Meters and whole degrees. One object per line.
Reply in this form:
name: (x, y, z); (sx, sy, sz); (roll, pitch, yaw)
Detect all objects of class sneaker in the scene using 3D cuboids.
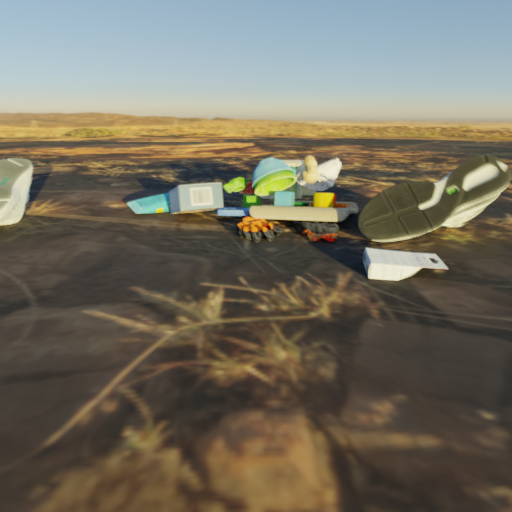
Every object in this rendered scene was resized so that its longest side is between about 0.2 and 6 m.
sneaker: (3.345, -0.744, 10.787); (2.900, 1.094, 1.668); (-21, -25, -1)
sneaker: (-5.287, -1.009, 11.601); (0.958, 1.091, 2.723); (7, 34, 1)

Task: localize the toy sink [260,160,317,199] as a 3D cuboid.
toy sink: (0.899, -2.098, 15.393); (1.529, 0.996, 0.856); (2, 15, 4)

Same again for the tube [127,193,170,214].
tube: (-2.013, -1.307, 13.489); (2.046, 0.516, 0.792); (-11, 22, -26)

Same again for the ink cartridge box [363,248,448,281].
ink cartridge box: (2.214, 0.147, 8.456); (1.112, 0.317, 0.904); (9, 16, 3)

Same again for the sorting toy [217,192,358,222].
sorting toy: (1.136, -1.155, 12.366); (4.003, 0.545, 2.254); (4, 10, 15)

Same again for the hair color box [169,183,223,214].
hair color box: (-1.357, -1.248, 12.317); (0.906, 0.555, 1.830); (-6, 4, -14)

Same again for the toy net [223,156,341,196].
toy net: (0.853, -1.715, 13.182); (3.296, 0.637, 1.729); (-7, -18, -47)

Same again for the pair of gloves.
pair of gloves: (0.618, -0.572, 11.112); (2.034, 0.251, 1.812); (1, 15, 0)
